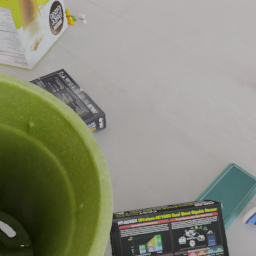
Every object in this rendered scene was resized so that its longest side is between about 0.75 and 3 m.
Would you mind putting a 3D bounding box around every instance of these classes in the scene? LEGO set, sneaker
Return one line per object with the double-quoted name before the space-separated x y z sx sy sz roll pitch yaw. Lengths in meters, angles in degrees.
"LEGO set" -2.422 -4.549 11.174 1.472 0.604 0.561 24 53 20
"sneaker" 2.854 1.882 5.550 0.963 0.388 0.705 -15 45 -20

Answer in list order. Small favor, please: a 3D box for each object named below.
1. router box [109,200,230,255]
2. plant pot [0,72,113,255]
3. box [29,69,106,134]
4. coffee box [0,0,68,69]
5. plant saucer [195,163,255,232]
"router box" 0.688 2.099 4.747 1.960 0.609 1.468 -6 83 -7
"plant pot" -2.022 1.325 3.395 2.998 2.847 2.998 13 48 -15
"box" -1.995 -0.497 7.553 1.884 0.575 2.378 -29 54 -23
"coffee box" -4.077 -4.109 9.220 2.924 2.892 2.920 12 49 11
"plant saucer" 1.877 1.643 5.896 2.464 0.234 0.861 -35 57 -29
